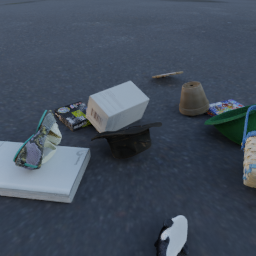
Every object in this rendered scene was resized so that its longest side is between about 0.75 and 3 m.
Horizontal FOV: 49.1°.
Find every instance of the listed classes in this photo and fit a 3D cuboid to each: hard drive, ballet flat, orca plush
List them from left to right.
[{"bbox_3d":[-2.661,1.094,7.597,2.875,0.384,1.896,5,32,7],"label":"hard drive"},{"bbox_3d":[-2.349,0.350,7.867,0.891,0.891,2.478,2,31,3],"label":"ballet flat"},{"bbox_3d":[0.779,2.383,5.581,0.532,0.787,1.496,-35,23,35],"label":"orca plush"}]

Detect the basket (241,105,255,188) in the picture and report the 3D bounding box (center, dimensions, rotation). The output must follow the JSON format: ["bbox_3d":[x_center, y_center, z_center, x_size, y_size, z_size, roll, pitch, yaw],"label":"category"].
[{"bbox_3d":[3.850,0.524,7.109,1.972,1.555,2.236,16,69,23],"label":"basket"}]

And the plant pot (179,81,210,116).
[{"bbox_3d":[2.427,-1.166,10.465,1.139,0.989,1.139,-11,28,6],"label":"plant pot"}]

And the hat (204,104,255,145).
[{"bbox_3d":[3.797,0.466,8.804,1.971,2.095,2.380,-21,3,-16],"label":"hat"}]

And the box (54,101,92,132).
[{"bbox_3d":[-1.847,-0.454,10.152,1.132,0.313,1.413,-21,38,-31],"label":"box"}]

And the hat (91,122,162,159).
[{"bbox_3d":[0.025,0.415,8.112,2.113,0.853,2.113,-12,4,1],"label":"hat"}]

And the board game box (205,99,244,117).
[{"bbox_3d":[3.696,-0.696,10.610,1.400,0.241,0.948,-13,34,-20],"label":"board game box"}]

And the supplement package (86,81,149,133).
[{"bbox_3d":[-0.361,-0.682,9.541,1.820,1.067,1.064,-26,62,-34],"label":"supplement package"}]

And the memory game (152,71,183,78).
[{"bbox_3d":[1.856,-2.501,13.166,1.490,0.095,1.490,-10,11,2],"label":"memory game"}]
